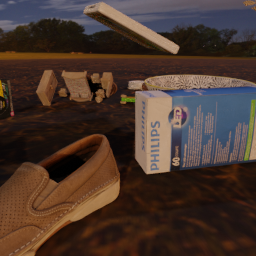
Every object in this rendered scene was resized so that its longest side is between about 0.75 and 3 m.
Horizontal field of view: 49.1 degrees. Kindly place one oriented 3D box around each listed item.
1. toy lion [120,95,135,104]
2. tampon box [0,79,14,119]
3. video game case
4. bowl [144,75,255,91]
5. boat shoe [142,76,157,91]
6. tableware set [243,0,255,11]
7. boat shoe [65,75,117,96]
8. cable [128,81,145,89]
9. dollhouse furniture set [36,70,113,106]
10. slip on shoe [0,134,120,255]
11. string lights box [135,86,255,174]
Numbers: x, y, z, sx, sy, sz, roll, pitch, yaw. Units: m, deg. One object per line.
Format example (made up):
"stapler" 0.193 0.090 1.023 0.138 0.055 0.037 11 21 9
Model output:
"toy lion" 0.179 -1.083 10.607 0.952 0.327 0.912 7 10 22
"tampon box" -4.255 -0.787 8.012 0.970 1.151 1.536 8 18 24
"video game case" 0.022 -2.948 8.323 2.492 0.285 2.268 22 12 -24
"bowl" 1.717 -0.564 7.065 2.657 1.247 2.657 1 17 0
"boat shoe" 1.377 -1.766 11.761 0.927 0.879 2.449 -9 19 -28
"tableware set" 3.871 -3.641 8.233 0.854 0.099 0.713 -17 45 -11
"boat shoe" -1.715 -1.856 12.091 2.436 0.858 0.857 7 15 21
"cable" 0.511 -2.190 14.117 0.990 0.343 0.990 3 17 9
"dollhouse furniture set" -1.802 -1.263 10.182 2.474 1.282 1.095 3 57 8
"slip on shoe" -1.127 0.812 3.167 1.087 0.866 2.859 14 21 38
"string lights box" 1.483 -0.032 5.148 2.621 1.347 0.773 -4 17 -12
